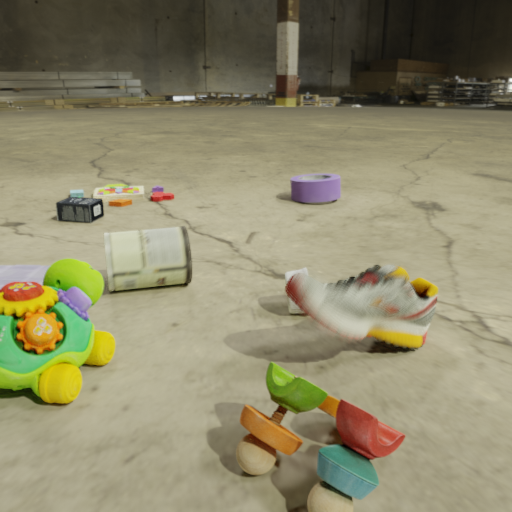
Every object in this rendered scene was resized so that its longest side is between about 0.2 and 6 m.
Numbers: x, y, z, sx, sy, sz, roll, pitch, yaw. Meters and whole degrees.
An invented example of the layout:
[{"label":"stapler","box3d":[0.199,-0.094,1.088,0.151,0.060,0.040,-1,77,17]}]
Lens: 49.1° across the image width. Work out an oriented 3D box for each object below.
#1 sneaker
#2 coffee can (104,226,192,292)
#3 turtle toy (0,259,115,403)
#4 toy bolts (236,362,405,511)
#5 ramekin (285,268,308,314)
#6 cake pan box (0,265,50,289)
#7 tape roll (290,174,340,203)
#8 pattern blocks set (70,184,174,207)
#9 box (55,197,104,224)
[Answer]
[{"label":"sneaker","box3d":[1.398,0.495,7.260,2.406,0.988,0.936,12,15,-35]},{"label":"coffee can","box3d":[-1.858,0.040,9.593,1.377,1.008,1.008,-5,20,-14]},{"label":"turtle toy","box3d":[-2.698,0.833,7.052,1.717,1.191,2.356,4,20,11]},{"label":"toy bolts","box3d":[0.636,1.840,5.194,1.393,1.012,1.459,36,-12,-30]},{"label":"ramekin","box3d":[0.645,0.556,8.651,0.348,0.714,0.714,-7,19,2]},{"label":"cake pan box","box3d":[-3.857,0.620,8.788,1.848,0.483,1.702,0,21,0]},{"label":"tape roll","box3d":[1.667,-1.915,15.719,1.391,0.591,1.391,-3,16,1]},{"label":"pattern blocks set","box3d":[-3.928,-1.786,16.068,2.697,0.219,2.371,-10,21,-25]},{"label":"box","box3d":[-4.334,-1.137,13.794,0.924,0.482,0.684,5,20,13]}]
